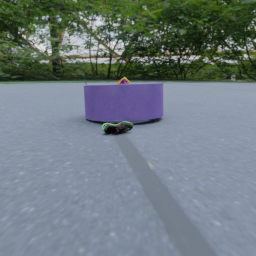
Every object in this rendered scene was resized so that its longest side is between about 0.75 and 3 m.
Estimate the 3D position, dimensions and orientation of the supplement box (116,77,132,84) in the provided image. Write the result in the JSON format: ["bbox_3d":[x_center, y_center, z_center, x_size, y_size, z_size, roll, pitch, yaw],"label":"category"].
[{"bbox_3d":[-0.231,-1.129,10.473,0.850,0.670,1.298,-31,38,27],"label":"supplement box"}]

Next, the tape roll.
[{"bbox_3d":[-0.153,-1.042,10.472,2.950,1.253,2.950,-2,8,0],"label":"tape roll"}]

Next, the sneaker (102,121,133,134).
[{"bbox_3d":[-0.284,0.041,8.022,0.910,0.349,0.381,-7,30,-12],"label":"sneaker"}]
